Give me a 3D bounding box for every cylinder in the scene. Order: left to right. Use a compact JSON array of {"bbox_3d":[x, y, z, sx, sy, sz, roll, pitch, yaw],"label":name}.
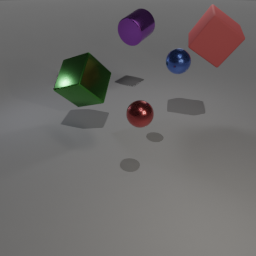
[{"bbox_3d":[0.426,-5.048,14.026,1.400,1.400,1.400,18,47,29],"label":"cylinder"}]

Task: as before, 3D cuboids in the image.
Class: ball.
[{"bbox_3d":[0.306,-0.356,7.112,0.700,0.700,0.700,0,28,0],"label":"ball"},{"bbox_3d":[1.408,-1.863,7.845,0.700,0.700,0.700,0,28,0],"label":"ball"}]

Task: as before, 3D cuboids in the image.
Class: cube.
[{"bbox_3d":[-1.702,-1.780,10.661,1.400,1.400,1.400,-5,63,36],"label":"cube"},{"bbox_3d":[3.217,-3.404,10.377,1.400,1.400,1.400,31,38,-12],"label":"cube"}]
